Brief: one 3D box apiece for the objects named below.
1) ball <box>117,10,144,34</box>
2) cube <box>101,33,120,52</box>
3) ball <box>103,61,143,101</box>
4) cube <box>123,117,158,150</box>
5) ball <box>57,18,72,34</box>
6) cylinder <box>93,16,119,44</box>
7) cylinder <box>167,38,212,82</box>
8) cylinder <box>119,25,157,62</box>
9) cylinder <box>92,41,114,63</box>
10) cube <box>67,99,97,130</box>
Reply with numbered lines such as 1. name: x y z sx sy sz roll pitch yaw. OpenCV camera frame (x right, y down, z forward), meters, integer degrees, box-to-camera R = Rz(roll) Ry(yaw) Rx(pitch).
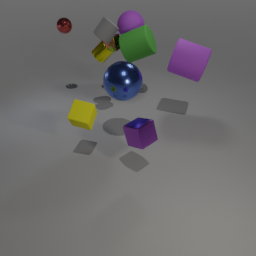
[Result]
1. ball: 0.141 -5.293 14.407 1.400 1.400 1.400 0 31 0
2. cube: -0.802 -4.151 13.713 0.700 0.700 0.700 0 30 26
3. ball: -0.180 -1.659 9.915 1.400 1.400 1.400 0 31 0
4. cube: 0.380 0.152 8.580 0.700 0.700 0.700 -30 26 -33
5. ball: -2.922 -4.700 12.863 0.700 0.700 0.700 0 31 0
6. cylinder: -0.808 -3.609 10.347 0.700 0.700 0.700 36 17 -13
7. cylinder: 2.514 -2.785 11.548 1.400 1.400 1.400 22 34 7
8. cylinder: 0.483 -4.046 13.514 1.400 1.400 1.400 -14 25 23
9. cylinder: -1.084 -3.284 12.020 0.700 0.700 0.700 -39 26 23
10. cube: -1.478 -0.426 9.165 0.700 0.700 0.700 15 72 7
